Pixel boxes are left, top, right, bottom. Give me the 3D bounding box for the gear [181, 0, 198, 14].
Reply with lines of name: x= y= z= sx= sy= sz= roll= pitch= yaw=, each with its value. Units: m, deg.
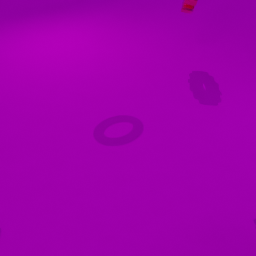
gear: x=1.878 y=-4.105 z=7.765 sx=0.319 sy=1.726 sz=1.726 roll=15 pitch=42 yaw=2
